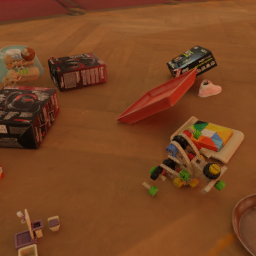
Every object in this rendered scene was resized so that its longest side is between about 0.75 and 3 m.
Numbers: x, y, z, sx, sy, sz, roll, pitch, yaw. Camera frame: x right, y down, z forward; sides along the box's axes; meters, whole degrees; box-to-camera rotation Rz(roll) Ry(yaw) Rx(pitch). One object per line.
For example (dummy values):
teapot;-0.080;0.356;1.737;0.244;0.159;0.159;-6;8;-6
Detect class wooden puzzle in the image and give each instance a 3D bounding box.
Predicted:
wooden puzzle;2.775;0.281;9.724;2.025;0.377;1.873;23;40;30

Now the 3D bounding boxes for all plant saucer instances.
plant saucer;3.568;2.474;6.525;2.242;0.386;2.242;0;35;0
plant saucer;1.175;-1.124;10.629;2.671;0.491;2.676;-22;14;43

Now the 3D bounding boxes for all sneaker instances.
sneaker;3.741;-1.858;12.587;1.313;0.686;0.494;-18;36;-26

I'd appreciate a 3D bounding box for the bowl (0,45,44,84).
bowl;-5.634;-3.366;14.235;2.502;1.309;2.502;1;34;-1

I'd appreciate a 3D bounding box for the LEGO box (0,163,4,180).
LEGO box;-4.563;1.305;8.044;1.495;0.577;1.113;15;37;21

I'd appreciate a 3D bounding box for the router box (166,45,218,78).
router box;2.885;-2.976;13.075;1.807;0.749;2.411;-28;21;10

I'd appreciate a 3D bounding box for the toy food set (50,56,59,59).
toy food set;-4.079;-3.856;15.733;0.433;0.408;0.907;25;42;32

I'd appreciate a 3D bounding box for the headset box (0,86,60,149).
headset box;-3.923;-0.556;10.300;2.155;1.088;2.900;2;34;4

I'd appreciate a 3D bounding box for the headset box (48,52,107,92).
headset box;-2.347;-2.820;13.687;2.630;0.987;1.955;-15;36;-21

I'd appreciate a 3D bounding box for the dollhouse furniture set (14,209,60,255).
dollhouse furniture set;-1.979;2.419;6.084;1.070;0.958;1.350;-12;36;-17

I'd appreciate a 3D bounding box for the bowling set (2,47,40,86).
bowling set;-4.702;-2.593;11.938;1.560;2.023;2.906;-16;55;-19

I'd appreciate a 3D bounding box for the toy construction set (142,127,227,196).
toy construction set;1.903;1.057;7.830;1.726;1.873;2.246;36;37;17
